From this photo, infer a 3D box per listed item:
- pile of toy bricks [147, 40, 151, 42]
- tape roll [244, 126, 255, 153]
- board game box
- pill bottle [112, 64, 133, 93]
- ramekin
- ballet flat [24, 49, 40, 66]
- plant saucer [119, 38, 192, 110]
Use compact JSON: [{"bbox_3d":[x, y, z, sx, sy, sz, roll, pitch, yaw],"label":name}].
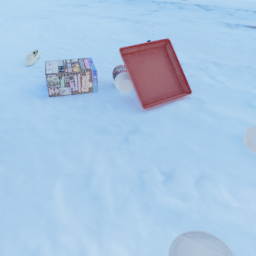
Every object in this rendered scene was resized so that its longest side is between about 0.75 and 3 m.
[{"bbox_3d":[1.188,-3.708,13.091,1.223,0.678,0.604,-14,-5,-2],"label":"pile of toy bricks"},{"bbox_3d":[3.565,0.332,7.054,1.226,0.224,1.226,0,32,0],"label":"tape roll"},{"bbox_3d":[-1.984,-1.808,9.801,1.695,0.821,1.351,-8,34,-11],"label":"board game box"},{"bbox_3d":[-0.165,-1.705,9.778,0.679,0.679,1.226,-5,33,-8],"label":"pill bottle"},{"bbox_3d":[1.072,2.062,4.172,0.975,0.454,0.975,0,33,0],"label":"ramekin"},{"bbox_3d":[-4.178,-3.087,12.153,0.453,0.453,1.304,3,33,5],"label":"ballet flat"},{"bbox_3d":[0.862,-1.745,9.050,2.067,2.071,0.380,-20,-5,-28],"label":"plant saucer"}]
